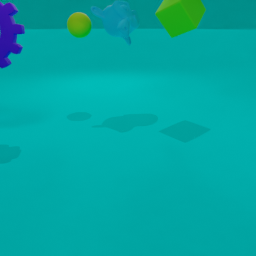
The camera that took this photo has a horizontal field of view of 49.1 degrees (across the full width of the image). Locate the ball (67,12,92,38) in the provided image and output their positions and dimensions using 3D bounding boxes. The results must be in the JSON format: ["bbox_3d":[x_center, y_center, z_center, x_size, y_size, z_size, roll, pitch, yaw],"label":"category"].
[{"bbox_3d":[-1.612,-3.405,9.295,0.803,0.803,0.803,0,21,0],"label":"ball"}]

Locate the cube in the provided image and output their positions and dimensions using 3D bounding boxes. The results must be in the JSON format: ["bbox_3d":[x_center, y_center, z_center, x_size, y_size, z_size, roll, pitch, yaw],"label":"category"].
[{"bbox_3d":[1.551,-3.413,8.226,0.932,0.932,0.932,-6,47,48],"label":"cube"}]

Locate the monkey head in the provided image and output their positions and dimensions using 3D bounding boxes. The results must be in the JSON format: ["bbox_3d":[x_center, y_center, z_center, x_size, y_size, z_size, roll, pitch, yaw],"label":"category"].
[{"bbox_3d":[-0.304,-3.182,8.666,1.061,1.761,1.267,-22,47,40],"label":"monkey head"}]

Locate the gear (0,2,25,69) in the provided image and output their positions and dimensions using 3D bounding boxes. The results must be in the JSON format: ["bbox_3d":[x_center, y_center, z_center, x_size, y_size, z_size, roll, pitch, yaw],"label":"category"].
[{"bbox_3d":[-3.551,-2.348,6.698,1.984,1.984,0.367,-3,18,-7],"label":"gear"}]
